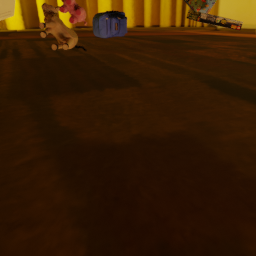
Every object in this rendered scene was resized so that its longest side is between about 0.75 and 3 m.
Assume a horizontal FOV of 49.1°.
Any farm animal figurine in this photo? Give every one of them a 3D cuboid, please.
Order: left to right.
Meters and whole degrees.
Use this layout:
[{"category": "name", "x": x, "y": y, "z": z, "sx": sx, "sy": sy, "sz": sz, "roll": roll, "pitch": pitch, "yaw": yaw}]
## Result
[{"category": "farm animal figurine", "x": -1.330, "y": -2.185, "z": 4.350, "sx": 1.693, "sy": 1.712, "sz": 0.893, "roll": 14, "pitch": 32, "yaw": 3}]

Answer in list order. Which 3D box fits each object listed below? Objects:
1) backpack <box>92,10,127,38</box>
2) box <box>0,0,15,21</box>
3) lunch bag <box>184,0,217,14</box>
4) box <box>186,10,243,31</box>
[{"category": "backpack", "x": -0.708, "y": -4.092, "z": 11.028, "sx": 1.266, "sy": 1.029, "sz": 1.062, "roll": -17, "pitch": 27, "yaw": -31}, {"category": "box", "x": -2.797, "y": -2.727, "z": 5.109, "sx": 0.896, "sy": 1.371, "sz": 1.364, "roll": 22, "pitch": 34, "yaw": 1}, {"category": "lunch bag", "x": 2.068, "y": -4.038, "z": 8.209, "sx": 0.553, "sy": 0.885, "sz": 1.176, "roll": -8, "pitch": 55, "yaw": -36}, {"category": "box", "x": 2.140, "y": -2.690, "z": 6.985, "sx": 1.154, "sy": 0.230, "sz": 0.790, "roll": 6, "pitch": 26, "yaw": -15}]
